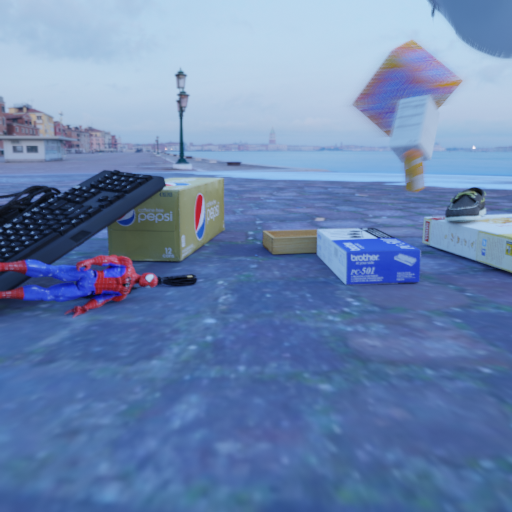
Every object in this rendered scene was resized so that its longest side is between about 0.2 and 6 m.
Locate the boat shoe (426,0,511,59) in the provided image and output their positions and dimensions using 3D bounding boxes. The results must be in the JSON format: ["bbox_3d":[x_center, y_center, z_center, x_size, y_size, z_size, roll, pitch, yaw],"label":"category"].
[{"bbox_3d":[2.107,-2.953,6.002,2.164,0.799,0.739,36,34,4],"label":"boat shoe"}]

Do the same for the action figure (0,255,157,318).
[{"bbox_3d":[-2.111,0.329,6.679,2.056,0.673,0.531,-2,17,-41],"label":"action figure"}]

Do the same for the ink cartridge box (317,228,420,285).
[{"bbox_3d":[1.738,-0.051,9.144,1.114,0.524,2.370,-2,11,-4],"label":"ink cartridge box"}]

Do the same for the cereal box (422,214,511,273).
[{"bbox_3d":[4.775,-0.279,9.949,2.380,0.654,3.308,-2,11,-10],"label":"cereal box"}]

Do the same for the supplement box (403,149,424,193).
[{"bbox_3d":[2.410,-1.295,8.558,0.215,0.624,0.208,-25,29,-29],"label":"supplement box"}]

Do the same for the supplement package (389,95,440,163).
[{"bbox_3d":[2.640,-2.103,9.325,0.546,0.931,0.544,1,-22,40],"label":"supplement package"}]

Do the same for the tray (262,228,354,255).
[{"bbox_3d":[1.158,-0.287,10.904,1.927,0.357,0.950,-1,10,-11],"label":"tray"}]

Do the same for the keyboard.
[{"bbox_3d":[-3.197,-0.536,7.797,2.085,0.794,4.006,5,31,29],"label":"keyboard"}]

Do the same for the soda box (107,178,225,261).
[{"bbox_3d":[-1.655,-0.882,11.492,1.363,1.288,4.025,1,11,8],"label":"soda box"}]

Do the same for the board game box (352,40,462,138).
[{"bbox_3d":[2.861,-3.087,10.601,1.263,1.264,1.263,42,41,5],"label":"board game box"}]

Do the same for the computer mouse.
[{"bbox_3d":[-1.629,0.337,7.759,1.712,0.291,0.502,-6,11,-31],"label":"computer mouse"}]

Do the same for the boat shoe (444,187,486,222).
[{"bbox_3d":[3.933,-0.972,10.519,0.635,0.536,1.781,2,11,29],"label":"boat shoe"}]
